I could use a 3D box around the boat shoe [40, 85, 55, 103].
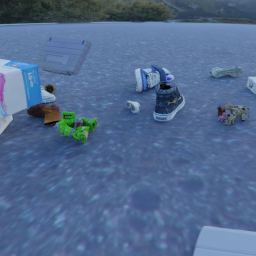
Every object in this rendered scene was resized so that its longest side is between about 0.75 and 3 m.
[{"bbox_3d":[-3.571,-1.448,10.888,1.671,0.712,0.617,13,28,25],"label":"boat shoe"}]

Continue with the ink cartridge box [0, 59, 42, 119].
[{"bbox_3d":[-4.152,-0.992,7.582,2.102,1.231,2.908,13,28,23],"label":"ink cartridge box"}]

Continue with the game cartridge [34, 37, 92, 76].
[{"bbox_3d":[-2.205,-2.417,9.382,1.938,1.256,0.372,16,-9,32],"label":"game cartridge"}]

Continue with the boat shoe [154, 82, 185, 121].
[{"bbox_3d":[1.516,-1.178,9.841,0.863,1.107,2.438,8,26,17],"label":"boat shoe"}]

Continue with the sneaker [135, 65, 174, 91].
[{"bbox_3d":[1.194,-2.195,12.230,1.659,0.913,2.266,-2,20,6],"label":"sneaker"}]

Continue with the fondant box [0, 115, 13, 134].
[{"bbox_3d":[-4.588,-0.058,7.909,1.804,0.728,2.500,-1,26,-3],"label":"fondant box"}]

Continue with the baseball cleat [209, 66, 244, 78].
[{"bbox_3d":[4.964,-2.920,14.205,1.651,0.576,0.878,-4,26,-11],"label":"baseball cleat"}]

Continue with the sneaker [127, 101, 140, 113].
[{"bbox_3d":[0.270,-0.783,9.958,0.414,0.325,0.833,-6,26,-21],"label":"sneaker"}]

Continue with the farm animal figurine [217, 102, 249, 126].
[{"bbox_3d":[3.422,-0.529,9.103,1.068,0.563,1.080,-1,25,-3],"label":"farm animal figurine"}]

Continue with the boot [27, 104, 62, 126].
[{"bbox_3d":[-2.720,-0.348,9.128,1.089,0.396,1.156,0,31,-19],"label":"boot"}]

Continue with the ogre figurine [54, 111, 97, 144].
[{"bbox_3d":[-1.475,-0.072,7.972,0.895,0.733,1.493,16,39,7],"label":"ogre figurine"}]

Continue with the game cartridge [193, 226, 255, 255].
[{"bbox_3d":[1.609,2.275,3.227,1.828,0.555,2.741,1,25,10],"label":"game cartridge"}]

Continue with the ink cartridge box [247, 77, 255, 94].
[{"bbox_3d":[5.685,-1.815,11.949,0.828,0.477,1.134,2,25,4],"label":"ink cartridge box"}]

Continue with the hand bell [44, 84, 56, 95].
[{"bbox_3d":[-3.286,-1.658,11.874,0.465,0.465,0.892,-5,12,-10],"label":"hand bell"}]
